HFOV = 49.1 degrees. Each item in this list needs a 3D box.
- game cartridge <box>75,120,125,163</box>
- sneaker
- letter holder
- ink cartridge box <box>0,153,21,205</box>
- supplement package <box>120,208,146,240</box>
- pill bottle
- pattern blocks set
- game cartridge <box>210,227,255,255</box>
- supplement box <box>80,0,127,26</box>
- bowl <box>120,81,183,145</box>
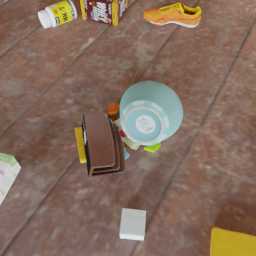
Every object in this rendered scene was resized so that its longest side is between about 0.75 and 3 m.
[{"bbox_3d":[-1.028,0.457,10.290,1.659,0.269,1.462,-12,57,-8],"label":"game cartridge"},{"bbox_3d":[2.194,-5.774,13.971,2.886,1.113,1.053,3,57,4],"label":"sneaker"},{"bbox_3d":[-0.733,0.517,9.264,1.349,0.954,1.898,-4,65,-15],"label":"letter holder"},{"bbox_3d":[-4.172,1.692,9.080,0.514,0.894,1.526,13,56,9],"label":"ink cartridge box"},{"bbox_3d":[0.149,2.915,8.467,0.732,0.563,0.765,5,56,3],"label":"supplement package"},{"bbox_3d":[-3.512,-5.658,13.958,1.698,0.971,0.971,-30,61,-19],"label":"pill bottle"},{"bbox_3d":[0.226,-0.048,10.471,2.764,0.224,2.429,-30,70,-26],"label":"pattern blocks set"},{"bbox_3d":[3.614,4.239,7.708,2.717,0.441,2.395,10,57,10],"label":"game cartridge"},{"bbox_3d":[-1.186,-6.442,14.316,1.876,1.246,1.850,14,57,9],"label":"supplement box"},{"bbox_3d":[0.607,-0.314,9.004,2.177,2.177,1.139,16,30,11],"label":"bowl"}]
